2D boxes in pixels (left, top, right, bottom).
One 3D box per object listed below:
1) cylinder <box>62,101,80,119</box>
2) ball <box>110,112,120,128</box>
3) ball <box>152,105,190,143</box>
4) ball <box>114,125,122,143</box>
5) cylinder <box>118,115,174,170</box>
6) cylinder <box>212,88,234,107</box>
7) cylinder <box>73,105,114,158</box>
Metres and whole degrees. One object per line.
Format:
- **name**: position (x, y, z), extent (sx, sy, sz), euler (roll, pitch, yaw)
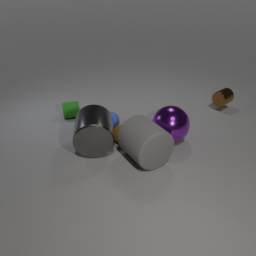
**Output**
- **cylinder**: position (-2.473, -0.795, 12.197), extent (0.700, 0.700, 0.700), euler (-8, 32, -11)
- **ball**: position (-0.687, -0.300, 11.238), extent (0.700, 0.700, 0.700), euler (0, 31, 0)
- **ball**: position (1.583, -0.136, 10.397), extent (1.400, 1.400, 1.400), euler (0, 31, 0)
- **ball**: position (-0.240, 0.229, 10.495), extent (0.700, 0.700, 0.700), euler (0, 31, 0)
- **cylinder**: position (0.582, 0.461, 9.381), extent (1.400, 1.400, 1.400), euler (-17, 35, -26)
- **cylinder**: position (4.311, -1.398, 12.715), extent (0.700, 0.700, 0.700), euler (-26, 39, -30)
- **cylinder**: position (-1.210, 0.097, 9.929), extent (1.400, 1.400, 1.400), euler (-3, 34, -4)
